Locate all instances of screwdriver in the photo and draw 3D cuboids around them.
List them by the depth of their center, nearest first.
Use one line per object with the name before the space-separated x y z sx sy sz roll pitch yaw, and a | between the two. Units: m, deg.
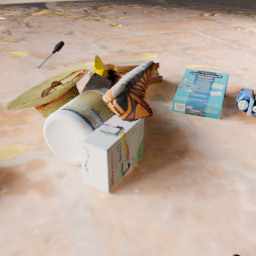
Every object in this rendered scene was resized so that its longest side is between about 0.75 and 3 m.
screwdriver | -2.592 -2.426 9.344 0.230 0.221 1.583 -1 45 39

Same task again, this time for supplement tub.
supplement tub | -0.994 -0.129 6.915 1.358 1.358 1.877 13 33 21

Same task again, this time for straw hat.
straw hat | -1.931 -0.715 7.935 2.796 1.183 2.796 -22 24 11

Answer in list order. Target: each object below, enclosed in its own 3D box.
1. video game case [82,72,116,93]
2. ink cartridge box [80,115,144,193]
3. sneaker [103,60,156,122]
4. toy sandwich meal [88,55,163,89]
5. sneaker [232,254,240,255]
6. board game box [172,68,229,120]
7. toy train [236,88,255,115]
video game case | -0.581 -1.020 8.540 1.481 0.371 1.634 28 23 -10
ink cartridge box | -0.286 0.475 6.143 0.656 1.132 1.563 17 35 25
sneaker | 0.129 -0.408 3.399 0.371 0.535 0.955 -18 24 52
toy sandwich meal | -0.114 -2.126 10.276 2.925 1.002 2.925 2 26 -1
sneaker | 1.117 2.491 3.390 0.810 0.678 1.785 -29 28 43
board game box | 2.391 -1.161 9.107 1.469 0.457 1.946 12 46 18
toy train | 3.803 -0.817 8.705 0.815 0.619 1.427 12 26 20
